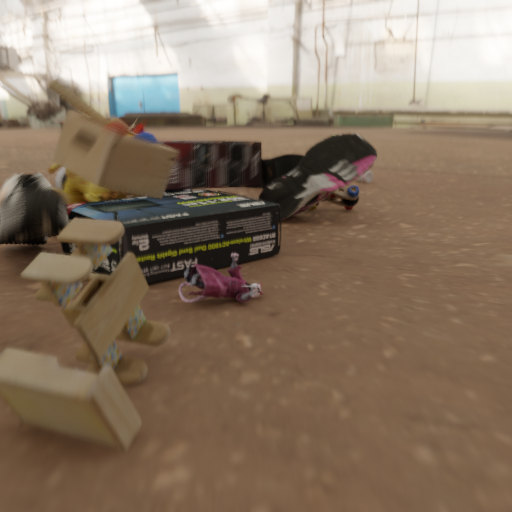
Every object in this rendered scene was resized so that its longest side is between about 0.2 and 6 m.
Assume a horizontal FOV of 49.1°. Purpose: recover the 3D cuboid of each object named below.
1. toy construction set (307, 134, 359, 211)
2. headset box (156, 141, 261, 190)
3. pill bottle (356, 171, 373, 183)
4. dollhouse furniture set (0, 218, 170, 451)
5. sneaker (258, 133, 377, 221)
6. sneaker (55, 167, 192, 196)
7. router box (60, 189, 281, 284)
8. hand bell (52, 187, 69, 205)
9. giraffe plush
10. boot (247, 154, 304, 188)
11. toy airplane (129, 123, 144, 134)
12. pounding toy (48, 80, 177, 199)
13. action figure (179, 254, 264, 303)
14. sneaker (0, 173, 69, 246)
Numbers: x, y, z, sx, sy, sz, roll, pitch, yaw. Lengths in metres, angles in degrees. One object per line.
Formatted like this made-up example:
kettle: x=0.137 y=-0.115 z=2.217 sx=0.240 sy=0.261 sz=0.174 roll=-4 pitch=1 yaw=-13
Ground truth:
toy construction set: x=1.438 y=-1.728 z=13.332 sx=1.527 sy=1.658 sz=1.988 roll=-14 pitch=-3 yaw=-5
headset box: x=-1.414 y=-1.901 z=11.593 sx=2.485 sy=0.960 sz=1.849 roll=-6 pitch=12 yaw=-32
pill bottle: x=3.269 y=-2.464 z=17.291 sx=0.368 sy=0.368 sz=0.649 roll=-10 pitch=19 yaw=-31
dollhouse furniture set: x=-1.268 y=0.678 z=4.782 sx=1.050 sy=1.385 sz=1.580 roll=5 pitch=43 yaw=23
sneaker: x=1.306 y=-1.673 z=11.900 sx=2.691 sy=1.081 sz=1.162 roll=-26 pitch=-5 yaw=23
sneaker: x=-3.054 y=-1.894 z=13.866 sx=1.846 sy=1.193 sz=3.403 roll=11 pitch=17 yaw=39
router box: x=-1.402 y=-0.417 z=9.214 sx=2.964 sy=0.921 sz=2.221 roll=-13 pitch=21 yaw=-38
hand bell: x=-3.682 y=-0.607 z=10.550 sx=0.859 sy=0.859 sz=1.650 roll=-11 pitch=33 yaw=-33
giraffe plush: x=-3.332 y=-1.481 z=12.125 sx=1.658 sy=1.921 sz=1.558 roll=-40 pitch=60 yaw=-15
boot: x=1.197 y=-2.646 z=16.719 sx=3.025 sy=1.047 sz=2.634 roll=7 pitch=18 yaw=31
toy airplane: x=-2.342 y=-2.125 z=10.319 sx=0.566 sy=0.401 sz=0.569 roll=-3 pitch=57 yaw=32
pounding toy: x=-2.282 y=-1.749 z=8.537 sx=1.595 sy=1.134 sz=1.468 roll=29 pitch=12 yaw=34
action figure: x=-0.384 y=0.444 z=7.294 sx=1.060 sy=0.789 sz=0.710 roll=12 pitch=41 yaw=-25
sneaker: x=-3.628 y=-0.824 z=8.770 sx=1.068 sy=1.159 sz=2.897 roll=3 pitch=-5 yaw=-31
